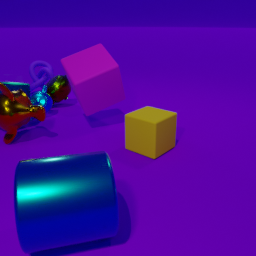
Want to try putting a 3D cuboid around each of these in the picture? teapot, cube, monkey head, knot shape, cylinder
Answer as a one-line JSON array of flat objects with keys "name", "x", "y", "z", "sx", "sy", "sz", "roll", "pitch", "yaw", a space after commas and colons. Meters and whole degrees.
[{"name": "teapot", "x": -2.415, "y": -1.365, "z": 9.925, "sx": 1.049, "sy": 0.826, "sz": 1.687, "roll": 5, "pitch": 53, "yaw": 50}, {"name": "cube", "x": -0.951, "y": -1.342, "z": 7.809, "sx": 1.242, "sy": 1.242, "sz": 1.242, "roll": -25, "pitch": 51, "yaw": -10}, {"name": "cube", "x": -3.450, "y": -0.754, "z": 7.977, "sx": 0.981, "sy": 0.981, "sz": 0.981, "roll": 0, "pitch": 3, "yaw": 43}, {"name": "cube", "x": 0.540, "y": 0.075, "z": 6.644, "sx": 0.889, "sy": 0.889, "sz": 0.889, "roll": 17, "pitch": 27, "yaw": 37}, {"name": "teapot", "x": -2.791, "y": -0.783, "z": 8.818, "sx": 0.742, "sy": 1.193, "sz": 0.584, "roll": 20, "pitch": -4, "yaw": -1}, {"name": "monkey head", "x": -2.705, "y": -0.381, "z": 6.888, "sx": 1.152, "sy": 1.601, "sz": 0.965, "roll": 17, "pitch": 27, "yaw": 24}, {"name": "knot shape", "x": -3.420, "y": -2.009, "z": 11.290, "sx": 1.364, "sy": 1.458, "sz": 0.674, "roll": 17, "pitch": -7, "yaw": 28}, {"name": "cylinder", "x": -0.841, "y": 0.988, "z": 3.904, "sx": 1.218, "sy": 1.218, "sz": 1.218, "roll": -6, "pitch": 22, "yaw": -13}]
